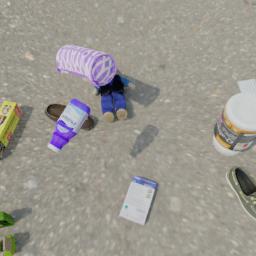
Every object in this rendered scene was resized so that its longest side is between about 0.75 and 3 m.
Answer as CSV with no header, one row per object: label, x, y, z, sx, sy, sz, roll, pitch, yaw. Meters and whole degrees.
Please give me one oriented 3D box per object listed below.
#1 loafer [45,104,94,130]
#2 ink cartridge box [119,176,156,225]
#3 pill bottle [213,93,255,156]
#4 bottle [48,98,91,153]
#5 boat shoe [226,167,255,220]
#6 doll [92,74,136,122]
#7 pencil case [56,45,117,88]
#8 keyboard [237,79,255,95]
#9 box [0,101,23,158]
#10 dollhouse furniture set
loafer,-2.181,-0.541,10.360,1.944,0.690,0.710,15,63,8
ink cartridge box,0.338,2.327,9.082,0.830,0.292,1.390,17,67,9
pill bottle,3.584,-0.016,9.161,1.329,2.283,1.329,-1,61,1
bottle,-1.383,-0.041,6.454,0.530,0.414,1.268,30,83,14
boat shoe,3.931,2.140,8.999,0.711,0.595,1.991,-26,65,-13
doll,-0.546,-1.440,10.877,1.719,0.610,2.519,-12,56,2
pencil case,-1.379,-1.957,8.624,2.358,0.989,1.008,24,72,46
keyboard,4.974,-0.805,10.817,0.731,0.139,2.599,-7,62,-3
box,-4.499,0.078,10.009,0.514,0.772,2.050,12,62,5
dollhouse furniture set,-4.384,3.296,8.211,1.811,0.909,1.186,-10,63,-5
